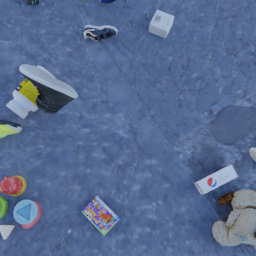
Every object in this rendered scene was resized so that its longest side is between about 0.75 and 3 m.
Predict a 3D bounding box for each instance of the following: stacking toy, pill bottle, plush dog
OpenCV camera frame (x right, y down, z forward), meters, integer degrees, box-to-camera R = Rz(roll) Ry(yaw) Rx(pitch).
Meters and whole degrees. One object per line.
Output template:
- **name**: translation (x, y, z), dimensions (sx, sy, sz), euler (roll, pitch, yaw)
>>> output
- **stacking toy**: translation (-4.372, 2.922, 10.286), dimensions (1.850, 0.863, 2.043), euler (-38, 78, -10)
- **pill bottle**: translation (-3.875, -1.409, 11.333), dimensions (1.148, 1.148, 2.062), euler (35, 77, 9)
- **plush dog**: translation (4.288, 3.102, 9.971), dimensions (2.288, 1.836, 1.965), euler (8, 51, 2)

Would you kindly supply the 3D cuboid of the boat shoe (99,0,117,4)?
- **boat shoe**: translation (-0.667, -6.293, 13.018), dimensions (1.677, 0.606, 0.607), euler (-27, 71, -17)

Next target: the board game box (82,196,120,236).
- **board game box**: translation (-1.016, 3.272, 10.494), dimensions (1.221, 0.273, 0.821), euler (43, 79, 11)

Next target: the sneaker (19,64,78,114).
- **sneaker**: translation (-2.732, -1.123, 9.006), dimensions (1.164, 2.348, 0.830), euler (-43, 60, 12)

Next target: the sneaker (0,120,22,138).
- **sneaker**: translation (-5.418, 0.195, 11.088), dimensions (2.565, 0.967, 0.980), euler (-3, 82, 10)

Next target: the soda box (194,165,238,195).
- **soda box**: translation (3.371, 1.990, 10.738), dimensions (1.529, 0.487, 0.521), euler (-25, 76, -6)

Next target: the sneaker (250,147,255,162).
- **sneaker**: translation (5.619, 1.218, 10.892), dimensions (1.829, 0.686, 0.773), euler (39, 76, 2)

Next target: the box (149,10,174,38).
- **box**: translation (1.493, -4.648, 12.530), dimensions (0.865, 0.565, 0.860), euler (24, 76, 6)

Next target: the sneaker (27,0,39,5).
- **sneaker**: translation (-4.381, -6.417, 13.104), dimensions (0.569, 0.541, 1.435), euler (4, 83, -9)

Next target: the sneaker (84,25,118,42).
- **sneaker**: translation (-1.230, -4.145, 12.388), dimensions (1.511, 0.593, 0.600), euler (6, 70, 13)
